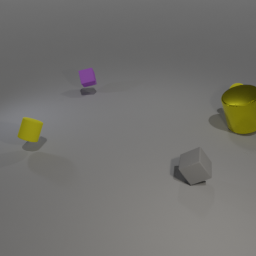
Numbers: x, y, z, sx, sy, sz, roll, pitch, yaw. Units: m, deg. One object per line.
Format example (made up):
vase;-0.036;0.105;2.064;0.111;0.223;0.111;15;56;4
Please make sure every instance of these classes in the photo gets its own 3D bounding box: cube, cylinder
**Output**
cube;1.992;1.119;8.264;0.700;0.700;0.700;-27;23;30
cube;-2.024;-2.534;14.114;0.700;0.700;0.700;-14;-7;1
cylinder;4.462;-0.731;10.871;1.400;1.400;1.400;-19;33;13
cylinder;-3.364;0.056;9.657;0.700;0.700;0.700;18;4;-1

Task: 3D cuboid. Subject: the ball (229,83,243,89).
ball;4.559;-1.518;11.639;0.700;0.700;0.700;0;29;0
